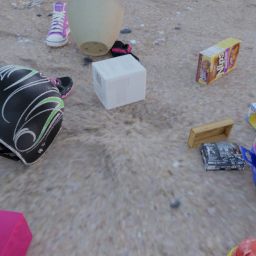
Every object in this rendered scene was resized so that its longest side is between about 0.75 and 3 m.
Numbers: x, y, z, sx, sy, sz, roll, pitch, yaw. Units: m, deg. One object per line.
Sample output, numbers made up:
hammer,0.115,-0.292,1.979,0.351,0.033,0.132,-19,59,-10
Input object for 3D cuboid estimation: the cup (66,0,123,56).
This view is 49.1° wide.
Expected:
cup,-1.526,-4.463,12.836,2.645,2.645,1.891,0,77,0

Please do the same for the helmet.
helmet,-3.188,-0.512,8.200,2.729,2.729,2.602,17,61,19

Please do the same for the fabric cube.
fabric cube,-2.766,2.446,5.727,1.111,1.132,1.129,5,43,4

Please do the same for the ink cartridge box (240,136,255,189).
ink cartridge box,4.212,1.042,7.164,2.594,0.990,1.770,7,30,11

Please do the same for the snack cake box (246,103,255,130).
snack cake box,4.852,-0.024,8.899,1.144,0.668,1.988,-7,42,-10

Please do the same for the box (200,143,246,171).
box,2.752,0.827,8.211,1.113,0.277,0.878,0,41,-1

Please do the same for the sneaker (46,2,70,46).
sneaker,-3.632,-5.427,14.352,1.074,1.690,2.963,0,42,-2

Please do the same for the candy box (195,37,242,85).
candy box,3.750,-2.784,11.612,2.193,1.279,0.619,-30,48,-29

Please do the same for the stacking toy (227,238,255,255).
stacking toy,3.323,2.686,5.636,2.064,0.872,1.868,-25,46,-25

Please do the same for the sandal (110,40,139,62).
sandal,-0.330,-3.646,13.087,1.048,0.629,2.792,-15,43,-16

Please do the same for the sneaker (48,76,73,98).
sneaker,-3.004,-1.529,10.270,2.148,1.024,0.849,-25,57,-24

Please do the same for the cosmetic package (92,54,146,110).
cosmetic package,-0.328,-1.720,10.347,1.590,1.322,1.330,-17,44,-18

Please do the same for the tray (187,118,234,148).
tray,2.551,0.158,8.667,1.389,0.685,0.257,-14,47,-16
